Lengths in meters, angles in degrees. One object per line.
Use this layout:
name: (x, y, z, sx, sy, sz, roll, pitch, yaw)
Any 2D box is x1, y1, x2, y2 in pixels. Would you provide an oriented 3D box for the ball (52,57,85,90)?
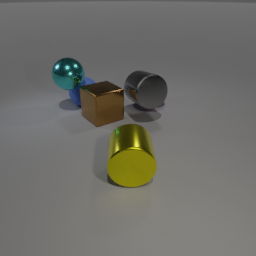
ball: (-2.580, -2.333, 12.117, 1.400, 1.400, 1.400, 0, 28, 0)

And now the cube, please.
cube: (-1.112, -1.085, 12.065, 1.400, 1.400, 1.400, -18, 33, -30)

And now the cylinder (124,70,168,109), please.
cylinder: (0.717, -1.617, 11.661, 1.400, 1.400, 1.400, -10, 21, -19)

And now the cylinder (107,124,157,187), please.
cylinder: (0.093, 0.796, 8.405, 1.400, 1.400, 1.400, -1, 29, -2)

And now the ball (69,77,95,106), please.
ball: (-2.114, -1.748, 13.372, 1.400, 1.400, 1.400, 0, 28, 0)
